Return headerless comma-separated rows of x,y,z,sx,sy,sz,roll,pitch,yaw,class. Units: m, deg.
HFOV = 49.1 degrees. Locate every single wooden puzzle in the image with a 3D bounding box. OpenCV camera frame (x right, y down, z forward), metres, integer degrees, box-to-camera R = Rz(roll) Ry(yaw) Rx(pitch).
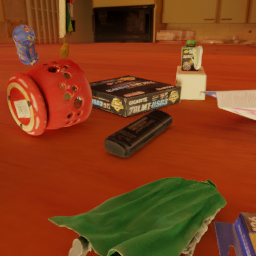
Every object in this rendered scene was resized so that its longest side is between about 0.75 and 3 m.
-1.871,-3.623,8.748,0.331,2.832,1.910,2,24,-4,wooden puzzle

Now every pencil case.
-3.389,-2.687,9.370,0.676,0.752,1.731,-24,-5,-17,pencil case

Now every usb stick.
0.368,0.062,7.262,0.744,0.438,2.684,25,29,22,usb stick

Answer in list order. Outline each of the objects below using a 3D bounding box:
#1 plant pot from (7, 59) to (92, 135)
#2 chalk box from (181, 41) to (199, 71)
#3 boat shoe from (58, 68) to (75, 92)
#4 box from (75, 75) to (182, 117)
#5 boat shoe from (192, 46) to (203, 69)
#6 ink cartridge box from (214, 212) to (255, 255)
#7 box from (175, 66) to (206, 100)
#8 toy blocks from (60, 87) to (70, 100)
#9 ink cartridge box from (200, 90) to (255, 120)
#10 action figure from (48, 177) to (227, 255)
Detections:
-2.193,-0.841,7.656,1.886,1.886,1.717,18,29,39,plant pot
2.568,-2.991,11.520,0.730,1.169,0.725,3,20,9,chalk box
-2.219,-1.956,10.713,0.878,0.795,2.465,-40,-11,-5,boat shoe
-0.004,-1.323,10.650,2.934,0.729,2.912,-18,26,-39,box
2.518,-2.597,10.341,0.336,1.085,0.390,-5,57,5,boat shoe
1.828,1.553,3.493,1.294,0.304,1.278,5,21,8,ink cartridge box
2.647,-1.989,11.965,1.214,0.994,2.557,3,20,9,box
-2.840,-1.044,10.105,0.980,0.717,1.434,-6,18,18,toy blocks
3.573,-0.493,7.329,2.447,0.540,2.492,11,-3,-37,ink cartridge box
0.531,1.196,3.815,2.693,0.736,1.591,-10,20,-44,action figure
